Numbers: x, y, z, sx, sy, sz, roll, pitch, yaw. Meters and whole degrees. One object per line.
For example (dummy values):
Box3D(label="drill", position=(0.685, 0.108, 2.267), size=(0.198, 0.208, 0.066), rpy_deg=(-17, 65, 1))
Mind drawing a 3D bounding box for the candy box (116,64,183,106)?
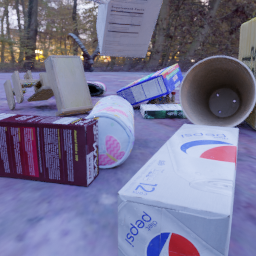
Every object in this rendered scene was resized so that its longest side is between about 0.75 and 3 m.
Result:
Box3D(label="candy box", position=(0.873, -1.603, 10.761), size=(2.074, 0.799, 1.753), rpy_deg=(-15, 15, 33))

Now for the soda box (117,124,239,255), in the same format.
Box3D(label="soda box", position=(0.761, 0.642, 3.156), size=(0.825, 0.888, 2.600), rpy_deg=(6, 14, 22))

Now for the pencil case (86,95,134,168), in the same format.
Box3D(label="pencil case", position=(-0.408, -0.036, 5.729), size=(1.097, 1.005, 2.417), rpy_deg=(0, 14, 0))

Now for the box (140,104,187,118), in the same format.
Box3D(label="box", position=(1.328, -0.577, 9.519), size=(1.717, 0.312, 1.239), rpy_deg=(-2, 14, -2))

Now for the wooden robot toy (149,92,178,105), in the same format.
Box3D(label="wooden robot toy", position=(1.506, -0.969, 10.597), size=(1.501, 0.661, 0.681), rpy_deg=(0, 26, 13))

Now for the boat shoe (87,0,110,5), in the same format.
Box3D(label="boat shoe", position=(-0.449, -2.273, 3.770), size=(1.019, 1.034, 2.917), rpy_deg=(18, 7, -9))

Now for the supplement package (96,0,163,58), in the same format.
Box3D(label="supplement package", position=(-0.003, -3.376, 7.658), size=(1.405, 1.459, 2.565), rpy_deg=(-2, -31, -14))

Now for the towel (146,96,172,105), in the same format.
Box3D(label="towel", position=(1.293, -1.110, 11.401), size=(1.002, 0.119, 0.736), rpy_deg=(-4, -17, -18))

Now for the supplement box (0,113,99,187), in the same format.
Box3D(label="supplement box", position=(-1.357, 0.305, 4.410), size=(1.750, 0.953, 0.533), rpy_deg=(4, 15, 15))

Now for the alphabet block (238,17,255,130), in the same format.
Box3D(label="alphabet block", position=(4.864, -1.614, 8.006), size=(2.913, 2.983, 2.929), rpy_deg=(2, 14, 7))

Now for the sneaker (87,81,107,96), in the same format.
Box3D(label="sneaker", position=(-2.344, -2.093, 14.519), size=(2.357, 0.947, 1.018), rpy_deg=(0, 15, 5))

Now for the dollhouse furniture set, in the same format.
Box3D(label="dollhouse furniture set", position=(-2.765, -1.217, 10.483), size=(2.555, 1.936, 2.915), rpy_deg=(-12, -4, -41))

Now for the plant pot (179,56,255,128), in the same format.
Box3D(label="plant pot", position=(2.632, -0.842, 7.929), size=(1.892, 1.892, 2.020), rpy_deg=(6, 1, 25))
